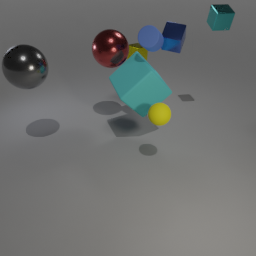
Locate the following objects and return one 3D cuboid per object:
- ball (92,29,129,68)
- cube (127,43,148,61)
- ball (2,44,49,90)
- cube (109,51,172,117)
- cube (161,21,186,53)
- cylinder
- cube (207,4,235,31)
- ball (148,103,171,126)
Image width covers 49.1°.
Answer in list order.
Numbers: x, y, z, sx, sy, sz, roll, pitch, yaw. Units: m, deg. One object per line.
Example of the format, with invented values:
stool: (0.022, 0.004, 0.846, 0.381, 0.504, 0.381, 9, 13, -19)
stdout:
ball: (-0.652, -2.955, 10.469, 1.400, 1.400, 1.400, 0, 30, 0)
cube: (0.443, -3.518, 13.091, 0.700, 0.700, 0.700, -24, 40, -39)
ball: (-3.254, -1.931, 8.912, 1.400, 1.400, 1.400, 0, 30, 0)
cube: (0.428, -1.528, 9.942, 1.400, 1.400, 1.400, -41, 46, 14)
cube: (1.579, -3.140, 9.725, 0.700, 0.700, 0.700, 16, 71, 14)
cylinder: (0.741, -2.874, 9.039, 0.700, 0.700, 0.700, 11, 7, 18)
cube: (3.476, -4.157, 10.539, 0.700, 0.700, 0.700, -5, 49, -8)
ball: (0.957, -0.419, 8.507, 0.700, 0.700, 0.700, 0, 30, 0)
